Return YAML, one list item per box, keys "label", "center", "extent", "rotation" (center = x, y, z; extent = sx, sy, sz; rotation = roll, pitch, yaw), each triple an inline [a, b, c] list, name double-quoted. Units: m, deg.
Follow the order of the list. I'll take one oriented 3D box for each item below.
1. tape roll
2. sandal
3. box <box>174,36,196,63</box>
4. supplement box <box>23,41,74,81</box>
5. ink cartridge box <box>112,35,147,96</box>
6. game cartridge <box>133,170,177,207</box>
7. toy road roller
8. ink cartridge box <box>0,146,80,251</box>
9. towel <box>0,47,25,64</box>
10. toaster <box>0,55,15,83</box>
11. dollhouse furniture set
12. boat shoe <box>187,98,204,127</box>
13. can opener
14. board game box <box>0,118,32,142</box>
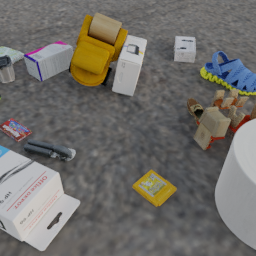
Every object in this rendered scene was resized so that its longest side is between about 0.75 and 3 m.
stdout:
- label: "tape roll"
  center: [3.576, 1.289, 6.446]
  extent: [2.746, 1.885, 2.746]
  rotation: [0, 42, 0]
- label: "sandal"
  center: [4.104, -2.152, 10.854]
  extent: [2.660, 1.158, 1.057]
  rotation: [28, 47, 25]
- label: "box"
  center: [2.634, -3.687, 13.027]
  extent: [0.960, 0.495, 1.647]
  rotation: [5, 43, 6]
- label: "supplement box"
  center: [-3.243, -2.847, 11.763]
  extent: [0.927, 0.946, 1.831]
  rotation: [32, 52, 31]
- label: "ink cartridge box"
  center: [0.081, -2.428, 10.835]
  extent: [0.867, 1.495, 2.025]
  rotation: [14, 43, -2]
- label: "game cartridge"
  center: [0.704, 1.581, 7.431]
  extent: [0.893, 0.145, 0.788]
  rotation: [32, 51, 32]
- label: "toy road roller"
  center: [-1.159, -2.831, 10.230]
  extent: [1.635, 2.661, 1.943]
  rotation: [21, 9, -5]
- label: "ink cartridge box"
  center: [-2.711, 1.586, 6.847]
  extent: [2.694, 0.914, 1.563]
  rotation: [19, 45, 20]
- label: "towel"
  center: [-5.602, -3.219, 12.623]
  extent: [1.441, 0.347, 1.233]
  rotation: [22, 47, 22]
- label: "toaster"
  center: [-4.981, -2.363, 11.337]
  extent: [0.688, 0.782, 1.211]
  rotation: [-17, 44, -16]
- label: "dollhouse furniture set"
  center: [3.284, -0.095, 8.839]
  extent: [2.244, 1.169, 2.269]
  rotation: [-7, 41, -25]
- label: "boat shoe"
  center: [2.355, -0.574, 9.410]
  extent: [0.485, 0.473, 1.281]
  rotation: [-22, 53, 1]
- label: "can opener"
  center: [-2.312, 0.603, 8.274]
  extent: [1.646, 0.547, 0.433]
  rotation: [9, 44, 17]
- label: "board game box"
  center: [-3.703, 0.052, 9.166]
  extent: [1.068, 0.104, 0.550]
  rotation: [27, 50, 27]
